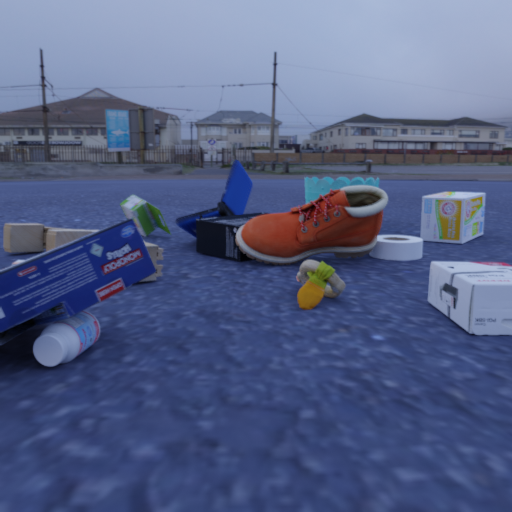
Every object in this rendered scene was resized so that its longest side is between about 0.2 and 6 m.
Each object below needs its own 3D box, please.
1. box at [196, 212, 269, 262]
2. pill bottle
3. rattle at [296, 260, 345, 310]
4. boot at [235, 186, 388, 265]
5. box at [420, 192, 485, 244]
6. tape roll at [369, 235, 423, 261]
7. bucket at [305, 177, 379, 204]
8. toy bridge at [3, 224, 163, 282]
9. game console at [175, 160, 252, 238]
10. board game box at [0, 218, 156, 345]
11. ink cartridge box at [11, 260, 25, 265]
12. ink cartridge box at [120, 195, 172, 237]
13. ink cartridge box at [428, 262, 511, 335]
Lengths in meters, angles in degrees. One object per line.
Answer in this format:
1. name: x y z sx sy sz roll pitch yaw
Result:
1. box: -0.086 -0.422 11.222 1.861 0.734 1.313 -10 17 -42
2. pill bottle: -1.797 0.785 5.314 0.387 0.387 0.711 1 11 8
3. rattle: 0.689 0.504 7.614 0.679 0.745 1.043 30 -19 -22
4. boot: 0.989 -0.642 9.824 2.690 1.009 1.442 -6 -33 -14
5. box: 4.652 -0.934 13.183 0.961 1.067 1.896 6 13 35
6. tape roll: 2.706 -0.165 10.843 1.010 0.353 1.010 0 10 0
7. bucket: 2.272 -1.402 14.973 2.126 1.383 2.126 0 11 0
8. toy bridge: -3.006 -0.170 10.057 1.471 0.596 4.376 -3 9 -45
9. game console: -0.870 -1.172 12.304 1.565 1.085 1.833 -15 -12 8
10. board game box: -2.467 0.443 5.620 2.086 0.644 2.088 -15 11 44
11. ink cartridge box: -3.483 0.142 9.380 0.879 0.272 1.084 -1 12 -8
12. ink cartridge box: -2.628 -0.868 13.324 0.436 0.850 1.150 -41 46 -24
13. ink cartridge box: 2.748 0.457 6.611 1.015 0.573 1.382 1 9 -2
